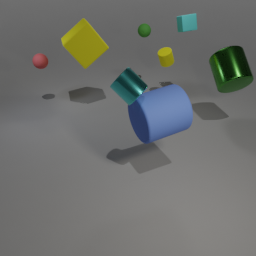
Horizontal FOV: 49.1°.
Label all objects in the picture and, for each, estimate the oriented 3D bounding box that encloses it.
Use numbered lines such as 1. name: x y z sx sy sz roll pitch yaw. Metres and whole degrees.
1. cylinder: 4.129 -2.331 11.277 1.400 1.400 1.400 -7 72 -12
2. ball: 0.864 -5.147 14.780 0.700 0.700 0.700 0 30 0
3. cylinder: 1.867 -3.479 13.770 0.700 0.700 0.700 -12 48 14
4. cube: -1.912 -3.718 12.290 1.400 1.400 1.400 -40 31 7
5. cube: 2.708 -4.829 12.895 0.700 0.700 0.700 -12 19 -7
6. cylinder: 0.025 -1.055 7.102 0.700 0.700 0.700 44 35 -6
7. ball: -4.034 -3.075 12.905 0.700 0.700 0.700 0 30 0
8. cylinder: 0.903 -0.414 8.099 1.400 1.400 1.400 -19 35 -17
